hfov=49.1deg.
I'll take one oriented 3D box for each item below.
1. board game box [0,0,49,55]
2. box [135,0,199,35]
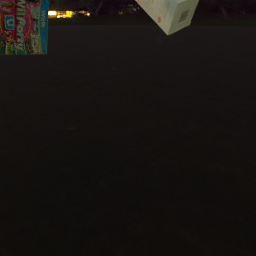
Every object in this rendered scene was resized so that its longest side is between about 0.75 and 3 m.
[{"bbox_3d":[-3.315,-2.900,7.029,0.860,1.974,2.675,21,25,29],"label":"board game box"},{"bbox_3d":[1.125,-4.147,8.711,0.980,1.251,2.011,-31,72,-19],"label":"box"}]
